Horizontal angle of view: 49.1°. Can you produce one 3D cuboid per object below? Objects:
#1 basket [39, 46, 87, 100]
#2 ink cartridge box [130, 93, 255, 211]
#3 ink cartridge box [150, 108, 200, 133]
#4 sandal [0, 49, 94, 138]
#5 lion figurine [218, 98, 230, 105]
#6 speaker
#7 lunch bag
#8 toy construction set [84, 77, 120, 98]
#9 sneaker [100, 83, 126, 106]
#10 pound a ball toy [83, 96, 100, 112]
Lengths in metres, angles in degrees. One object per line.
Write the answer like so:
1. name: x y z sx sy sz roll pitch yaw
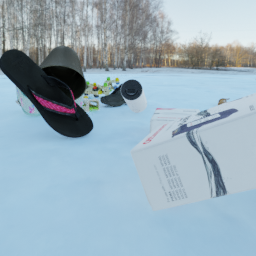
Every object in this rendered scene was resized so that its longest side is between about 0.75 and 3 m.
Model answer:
1. basket: -2.339 -1.990 9.879 1.851 1.397 2.053 -2 37 -3
2. ink cartridge box: 1.294 0.214 3.860 2.117 0.893 1.532 -20 5 23
3. ink cartridge box: 1.206 -0.034 6.914 1.194 0.695 1.640 2 12 10
4. sandal: -1.849 -0.803 6.781 0.629 2.790 1.048 -25 27 39
5. lion figurine: 4.152 -1.114 12.355 0.544 0.322 0.888 -3 14 39
6. speaker: 0.241 -1.072 9.800 0.741 0.741 1.824 2 -9 9
7. lunch bag: -2.971 -1.231 10.568 2.395 0.923 1.921 -10 43 -31
8. toy construction set: -1.685 -2.267 15.591 2.312 1.065 1.516 0 35 35
9. sneaker: -0.339 -1.524 12.570 2.241 1.017 0.851 -14 21 -43
10. pound a ball toy: -1.635 -1.073 11.586 0.890 0.580 1.365 -11 17 -38
